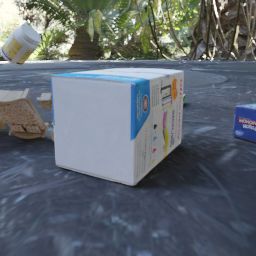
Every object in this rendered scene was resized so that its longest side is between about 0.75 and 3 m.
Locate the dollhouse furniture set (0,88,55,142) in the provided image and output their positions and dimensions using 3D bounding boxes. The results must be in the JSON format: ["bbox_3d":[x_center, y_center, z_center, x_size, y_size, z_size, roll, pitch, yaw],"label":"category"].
[{"bbox_3d":[-2.570,-0.015,6.508,2.805,1.454,1.242,2,56,8],"label":"dollhouse furniture set"}]

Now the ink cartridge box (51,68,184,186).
[{"bbox_3d":[-0.061,-0.265,5.823,1.771,1.803,2.449,9,19,27],"label":"ink cartridge box"}]

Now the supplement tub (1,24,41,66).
[{"bbox_3d":[-3.216,-2.495,8.430,1.083,0.787,0.787,-38,1,24],"label":"supplement tub"}]

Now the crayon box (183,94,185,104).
[{"bbox_3d":[1.823,-1.107,11.231,0.739,0.362,1.244,6,17,20],"label":"crayon box"}]

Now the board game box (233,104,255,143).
[{"bbox_3d":[4.671,-0.104,6.923,2.829,0.873,2.831,-13,21,-36],"label":"board game box"}]
